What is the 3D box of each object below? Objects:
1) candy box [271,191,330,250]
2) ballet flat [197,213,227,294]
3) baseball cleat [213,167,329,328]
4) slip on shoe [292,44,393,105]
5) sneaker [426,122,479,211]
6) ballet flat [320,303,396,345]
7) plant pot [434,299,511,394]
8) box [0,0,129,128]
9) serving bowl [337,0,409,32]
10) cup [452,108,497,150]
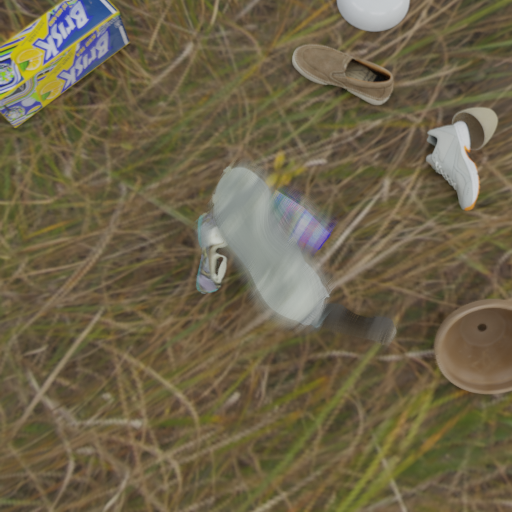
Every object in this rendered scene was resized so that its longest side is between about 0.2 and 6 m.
[{"bbox_3d":[0.806,-0.710,11.110,0.427,0.937,1.109,-53,43,14],"label":"candy box"},{"bbox_3d":[-0.787,-0.064,10.443,0.555,0.555,1.543,0,76,0],"label":"ballet flat"},{"bbox_3d":[0.242,-0.096,10.435,1.187,1.812,3.404,-30,56,12],"label":"baseball cleat"},{"bbox_3d":[1.929,-4.140,12.417,2.360,0.715,0.897,30,78,7],"label":"slip on shoe"},{"bbox_3d":[4.126,-1.859,11.917,0.921,0.758,2.003,-7,69,8],"label":"sneaker"},{"bbox_3d":[1.747,1.260,10.226,1.788,0.415,0.602,9,44,42],"label":"ballet flat"},{"bbox_3d":[4.378,1.580,10.680,1.965,0.907,1.965,3,115,8],"label":"plant pot"},{"bbox_3d":[-4.453,-4.369,12.242,3.306,1.158,1.063,-42,80,-9],"label":"box"},{"bbox_3d":[2.761,-6.108,13.001,1.702,0.560,1.702,0,76,-1],"label":"serving bowl"},{"bbox_3d":[4.780,-2.819,12.042,0.645,0.902,0.902,-32,78,-17],"label":"cup"}]
